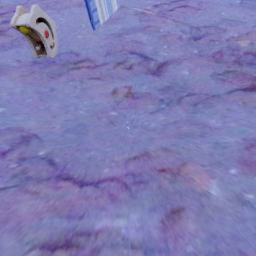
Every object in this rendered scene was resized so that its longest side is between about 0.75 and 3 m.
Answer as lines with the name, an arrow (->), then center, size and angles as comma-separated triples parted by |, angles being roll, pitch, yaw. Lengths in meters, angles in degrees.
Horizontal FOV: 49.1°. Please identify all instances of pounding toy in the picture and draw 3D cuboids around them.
pounding toy -> -2.241, -2.149, 6.584 | 0.912, 1.590, 0.909 | 2, 84, 14

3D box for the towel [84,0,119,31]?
towel -> -0.845, -4.147, 8.998 | 0.220, 1.355, 1.845 | 9, 47, 25
